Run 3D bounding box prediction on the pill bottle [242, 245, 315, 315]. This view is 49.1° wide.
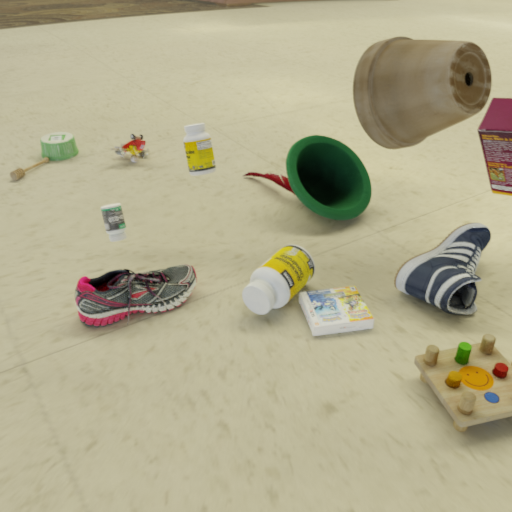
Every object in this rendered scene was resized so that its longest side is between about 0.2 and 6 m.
[{"bbox_3d":[0.379,0.423,9.694,0.775,0.775,1.383,20,39,28],"label":"pill bottle"}]

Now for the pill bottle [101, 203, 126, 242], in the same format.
[{"bbox_3d":[-2.041,-0.482,8.066,0.291,0.514,0.291,-10,14,2],"label":"pill bottle"}]

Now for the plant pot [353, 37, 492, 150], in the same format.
[{"bbox_3d":[3.099,-3.011,10.078,2.066,2.066,1.793,-23,18,-31],"label":"plant pot"}]

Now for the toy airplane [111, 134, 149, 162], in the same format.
[{"bbox_3d":[-3.309,-2.768,14.786,0.921,0.650,0.917,-13,-4,-5],"label":"toy airplane"}]

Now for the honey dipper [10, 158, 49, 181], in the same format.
[{"bbox_3d":[-5.744,-2.249,14.285,0.242,0.242,1.273,12,31,17],"label":"honey dipper"}]

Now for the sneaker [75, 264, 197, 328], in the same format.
[{"bbox_3d":[-1.985,0.546,9.503,2.095,0.782,0.845,-17,37,-25],"label":"sneaker"}]

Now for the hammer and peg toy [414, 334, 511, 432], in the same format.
[{"bbox_3d":[3.337,1.717,7.843,1.827,0.644,1.344,-8,34,-12],"label":"hammer and peg toy"}]

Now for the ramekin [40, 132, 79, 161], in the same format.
[{"bbox_3d":[-5.330,-2.974,15.114,0.978,0.478,0.978,0,33,0],"label":"ramekin"}]

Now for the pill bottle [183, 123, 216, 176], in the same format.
[{"bbox_3d":[-1.103,-2.048,10.760,0.529,0.940,0.529,-9,15,2],"label":"pill bottle"}]

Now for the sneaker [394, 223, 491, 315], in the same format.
[{"bbox_3d":[3.703,0.237,9.906,2.330,0.817,1.264,-27,37,-25],"label":"sneaker"}]

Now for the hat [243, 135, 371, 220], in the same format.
[{"bbox_3d":[1.221,-1.442,13.054,2.029,2.156,2.449,-6,67,-24],"label":"hat"}]

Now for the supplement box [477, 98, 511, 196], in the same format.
[{"bbox_3d":[3.189,-1.276,6.764,0.689,1.249,0.535,15,67,37],"label":"supplement box"}]

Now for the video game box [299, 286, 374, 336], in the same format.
[{"bbox_3d":[1.330,0.912,9.445,1.039,0.243,0.946,-7,37,-10],"label":"video game box"}]
